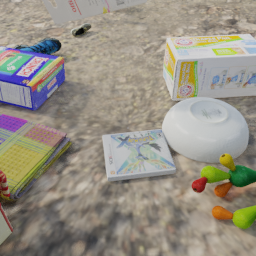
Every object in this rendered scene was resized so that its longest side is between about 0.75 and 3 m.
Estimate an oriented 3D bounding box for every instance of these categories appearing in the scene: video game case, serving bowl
[{"bbox_3d":[0.219,0.613,6.859,1.589,0.175,1.448,-6,41,-7],"label":"video game case"},{"bbox_3d":[2.053,-0.154,7.326,2.259,0.743,2.259,1,41,-1],"label":"serving bowl"}]

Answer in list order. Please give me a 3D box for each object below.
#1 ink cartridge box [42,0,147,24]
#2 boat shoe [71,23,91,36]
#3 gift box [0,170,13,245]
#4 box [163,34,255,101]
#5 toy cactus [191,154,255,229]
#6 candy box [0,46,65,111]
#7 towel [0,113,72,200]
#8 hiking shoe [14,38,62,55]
[{"bbox_3d":[-0.873,-3.495,6.621,2.449,1.434,0.824,-7,49,16],"label":"ink cartridge box"},{"bbox_3d":[-2.041,-4.373,12.523,1.041,0.372,0.311,-33,50,-24],"label":"boat shoe"},{"bbox_3d":[-3.534,1.168,4.282,2.613,2.832,2.644,24,45,18],"label":"gift box"},{"bbox_3d":[2.652,-1.939,8.852,2.821,1.430,1.587,-5,41,-5],"label":"box"},{"bbox_3d":[2.847,1.136,5.605,2.720,1.391,2.244,13,32,27],"label":"toy cactus"},{"bbox_3d":[-3.496,-1.650,8.826,2.372,0.914,2.006,14,39,9],"label":"candy box"},{"bbox_3d":[-3.163,0.513,6.870,2.995,0.341,2.151,16,44,19],"label":"towel"},{"bbox_3d":[-3.390,-2.841,10.593,1.831,0.681,0.794,-15,48,-2],"label":"hiking shoe"}]
